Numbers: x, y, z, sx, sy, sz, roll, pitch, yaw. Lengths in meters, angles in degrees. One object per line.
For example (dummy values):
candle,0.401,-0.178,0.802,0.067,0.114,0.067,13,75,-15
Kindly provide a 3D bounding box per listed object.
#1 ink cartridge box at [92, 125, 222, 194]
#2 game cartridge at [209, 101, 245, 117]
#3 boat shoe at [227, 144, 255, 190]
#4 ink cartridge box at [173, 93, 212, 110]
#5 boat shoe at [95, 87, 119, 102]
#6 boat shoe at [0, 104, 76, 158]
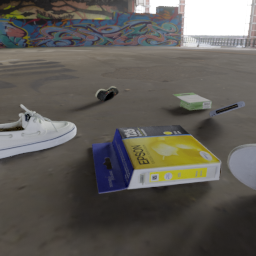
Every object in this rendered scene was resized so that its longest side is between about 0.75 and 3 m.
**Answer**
ink cartridge box,0.442,0.546,6.436,2.435,0.572,2.407,-2,20,-10
game cartridge,3.288,-0.632,9.372,1.136,0.230,0.757,-19,-6,16
boat shoe,3.252,0.807,5.309,2.699,0.926,0.764,10,17,10
ink cartridge box,2.533,-1.081,11.229,0.998,0.329,1.371,-7,21,-19
boat shoe,-0.801,-1.424,12.009,0.473,0.553,1.511,35,25,15
boat shoe,-2.559,-0.056,7.230,2.589,1.104,0.957,-13,24,-32
